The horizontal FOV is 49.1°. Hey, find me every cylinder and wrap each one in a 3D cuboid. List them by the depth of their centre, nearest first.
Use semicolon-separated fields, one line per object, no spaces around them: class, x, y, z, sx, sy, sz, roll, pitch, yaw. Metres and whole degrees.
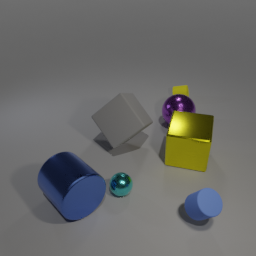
cylinder;1.894;1.933;7.073;0.700;0.700;0.700;7;63;-15
cylinder;-1.566;1.569;7.787;1.400;1.400;1.400;-24;38;-34
cylinder;2.625;-1.748;13.924;0.700;0.700;0.700;-4;28;21

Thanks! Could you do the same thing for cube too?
cube;2.086;0.424;9.549;1.400;1.400;1.400;9;41;14
cube;-0.167;-0.307;10.073;1.400;1.400;1.400;-37;-4;18

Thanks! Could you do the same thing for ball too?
ball;-0.205;1.670;8.329;0.700;0.700;0.700;0;30;0
ball;2.112;-0.715;11.680;1.400;1.400;1.400;0;30;0
